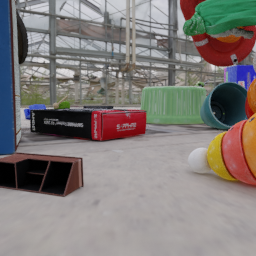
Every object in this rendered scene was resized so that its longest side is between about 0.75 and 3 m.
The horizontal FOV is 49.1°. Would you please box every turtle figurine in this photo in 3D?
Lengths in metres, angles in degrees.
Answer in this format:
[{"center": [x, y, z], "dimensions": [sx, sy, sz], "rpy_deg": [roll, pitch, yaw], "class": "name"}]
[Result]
[{"center": [4.174, -1.439, 14.211], "dimensions": [2.663, 1.916, 2.582], "rpy_deg": [-5, 10, -13], "class": "turtle figurine"}]

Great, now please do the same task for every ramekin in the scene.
[{"center": [1.817, -0.937, 11.253], "dimensions": [2.809, 1.372, 2.809], "rpy_deg": [0, 5, 0], "class": "ramekin"}]

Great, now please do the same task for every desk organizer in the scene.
[{"center": [-0.813, 0.407, 2.539], "dimensions": [0.772, 0.277, 0.297], "rpy_deg": [2, 8, 21], "class": "desk organizer"}]

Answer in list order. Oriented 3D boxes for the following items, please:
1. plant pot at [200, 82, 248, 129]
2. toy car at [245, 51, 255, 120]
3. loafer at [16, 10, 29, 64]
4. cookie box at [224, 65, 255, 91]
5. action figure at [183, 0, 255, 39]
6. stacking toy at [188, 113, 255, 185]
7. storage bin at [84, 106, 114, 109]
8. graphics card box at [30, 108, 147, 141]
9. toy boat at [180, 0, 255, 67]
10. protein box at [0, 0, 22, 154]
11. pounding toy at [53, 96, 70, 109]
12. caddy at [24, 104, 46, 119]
[{"center": [2.771, -0.545, 8.312], "dimensions": [1.311, 1.311, 1.232], "rpy_deg": [-1, -10, -9], "class": "plant pot"}, {"center": [4.129, -0.769, 6.943], "dimensions": [2.888, 2.528, 2.166], "rpy_deg": [-4, -30, -34], "class": "toy car"}, {"center": [-3.470, -2.934, 7.326], "dimensions": [0.963, 2.699, 0.985], "rpy_deg": [-25, 9, -36], "class": "loafer"}, {"center": [6.209, -1.702, 13.484], "dimensions": [2.956, 2.529, 1.111], "rpy_deg": [-1, 2, -13], "class": "cookie box"}, {"center": [1.970, -1.951, 4.763], "dimensions": [2.178, 1.287, 0.596], "rpy_deg": [-13, -27, -4], "class": "action figure"}, {"center": [1.054, 0.262, 2.729], "dimensions": [1.109, 0.810, 0.810], "rpy_deg": [-19, -9, 41], "class": "stacking toy"}, {"center": [-1.430, -0.783, 13.756], "dimensions": [1.387, 0.650, 0.938], "rpy_deg": [1, 5, 5], "class": "storage bin"}, {"center": [-1.001, -0.158, 6.758], "dimensions": [2.508, 0.638, 1.574], "rpy_deg": [5, 8, 37], "class": "graphics card box"}, {"center": [2.691, -2.931, 7.922], "dimensions": [1.828, 2.801, 1.831], "rpy_deg": [-22, 37, 18], "class": "toy boat"}, {"center": [-3.221, -1.029, 4.445], "dimensions": [2.744, 2.764, 1.865], "rpy_deg": [-2, 5, -18], "class": "protein box"}, {"center": [-3.566, -0.987, 15.566], "dimensions": [1.085, 0.652, 1.405], "rpy_deg": [-34, -20, -23], "class": "pounding toy"}, {"center": [-4.229, -0.676, 12.924], "dimensions": [0.813, 0.604, 1.151], "rpy_deg": [-23, -6, 30], "class": "caddy"}]
